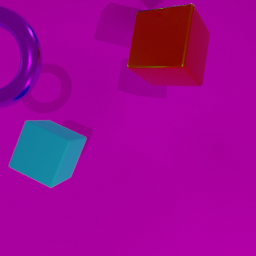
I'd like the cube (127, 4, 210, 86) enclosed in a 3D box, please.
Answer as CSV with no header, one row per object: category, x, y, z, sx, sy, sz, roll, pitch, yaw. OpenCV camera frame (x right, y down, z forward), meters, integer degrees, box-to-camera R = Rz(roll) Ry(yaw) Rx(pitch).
cube,0.792,-1.473,5.264,1.105,1.105,1.105,7,84,32

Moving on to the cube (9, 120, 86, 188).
cube,-1.239,0.368,4.442,0.762,0.762,0.762,24,96,9

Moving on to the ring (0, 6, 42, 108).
ring,-2.173,-1.128,4.507,1.635,0.327,1.635,1,95,8
